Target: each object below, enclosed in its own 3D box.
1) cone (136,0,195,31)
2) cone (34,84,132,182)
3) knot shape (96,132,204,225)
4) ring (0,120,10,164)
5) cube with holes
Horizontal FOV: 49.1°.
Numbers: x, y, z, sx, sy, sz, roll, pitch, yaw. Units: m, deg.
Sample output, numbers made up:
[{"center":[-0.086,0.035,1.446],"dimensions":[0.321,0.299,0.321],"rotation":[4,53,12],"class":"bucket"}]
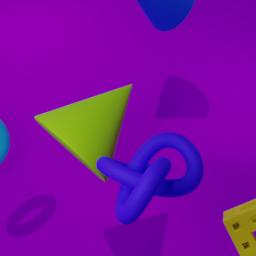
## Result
[{"center":[0.443,-3.291,6.479],"dimensions":[1.657,1.651,1.651],"rotation":[4,54,-38],"class":"cone"},{"center":[-0.421,-0.190,4.596],"dimensions":[1.506,1.506,1.512],"rotation":[37,76,19],"class":"cone"},{"center":[0.283,0.472,3.115],"dimensions":[1.132,0.559,1.210],"rotation":[-22,18,-9],"class":"knot shape"},{"center":[-3.036,0.284,5.502],"dimensions":[1.326,0.265,1.326],"rotation":[-1,94,-22],"class":"ring"},{"center":[1.962,1.521,4.091],"dimensions":[0.806,0.806,0.806],"rotation":[-28,75,14],"class":"cube with holes"}]
